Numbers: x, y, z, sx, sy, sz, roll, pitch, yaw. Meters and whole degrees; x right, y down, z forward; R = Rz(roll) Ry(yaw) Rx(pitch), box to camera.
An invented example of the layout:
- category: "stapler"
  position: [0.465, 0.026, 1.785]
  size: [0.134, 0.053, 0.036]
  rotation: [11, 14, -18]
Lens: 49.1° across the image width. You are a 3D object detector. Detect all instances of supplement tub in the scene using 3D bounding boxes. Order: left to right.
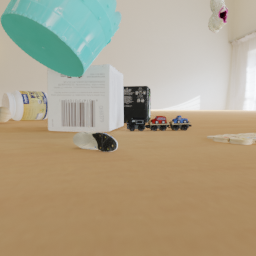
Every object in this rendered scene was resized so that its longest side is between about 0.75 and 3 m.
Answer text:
- category: "supplement tub"
  position: [-5.073, -1.116, 13.983]
  size: [2.028, 1.464, 1.464]
  rotation: [-4, 6, -40]

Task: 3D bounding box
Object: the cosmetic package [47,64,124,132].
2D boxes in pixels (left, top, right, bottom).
- category: "cosmetic package"
  position: [-1.190, -0.880, 8.687]
  size: [1.841, 1.843, 2.233]
  rotation: [1, 4, 8]

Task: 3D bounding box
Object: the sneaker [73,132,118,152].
- category: "sneaker"
  position: [-0.535, 0.229, 4.831]
  size: [0.909, 0.327, 0.329]
  rotation: [7, -1, 32]

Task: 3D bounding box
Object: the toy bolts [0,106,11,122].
- category: "toy bolts"
  position: [-5.944, -1.138, 11.737]
  size: [1.742, 2.400, 2.512]
  rotation: [10, 15, -42]

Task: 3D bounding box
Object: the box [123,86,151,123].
- category: "box"
  position: [0.075, -1.117, 13.129]
  size: [1.925, 1.611, 2.591]
  rotation: [1, 5, 8]

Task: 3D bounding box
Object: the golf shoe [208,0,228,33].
- category: "golf shoe"
  position: [2.608, -3.320, 7.873]
  size: [0.465, 1.235, 0.565]
  rotation: [10, -11, -23]

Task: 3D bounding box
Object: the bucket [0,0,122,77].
- category: "bucket"
  position: [-1.579, -2.472, 6.589]
  size: [2.491, 1.621, 2.491]
  rotation: [26, -16, 8]

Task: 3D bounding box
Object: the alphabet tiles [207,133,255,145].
- category: "alphabet tiles"
  position: [2.650, 0.214, 6.164]
  size: [1.611, 0.118, 1.576]
  rotation: [-3, 6, -37]

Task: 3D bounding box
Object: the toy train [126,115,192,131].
- category: "toy train"
  position: [0.951, -0.151, 8.470]
  size: [2.019, 0.462, 0.344]
  rotation: [0, 5, -9]
